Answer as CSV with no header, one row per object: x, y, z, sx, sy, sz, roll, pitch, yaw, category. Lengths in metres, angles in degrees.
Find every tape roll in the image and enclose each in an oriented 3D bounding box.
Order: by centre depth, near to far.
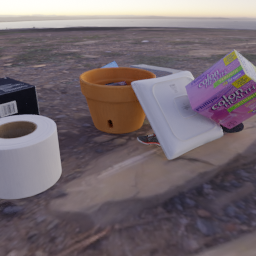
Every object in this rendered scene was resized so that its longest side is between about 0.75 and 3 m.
-2.821,0.658,7.289,2.047,1.405,2.047,1,25,0,tape roll

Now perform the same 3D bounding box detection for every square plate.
1.750,-0.620,9.128,2.723,2.697,0.387,-18,-13,-34,square plate

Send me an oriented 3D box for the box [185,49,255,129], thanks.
3.203,-1.074,8.647,2.074,1.824,1.003,22,46,-35,box

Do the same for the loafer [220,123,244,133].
3.355,-0.168,10.123,1.533,0.551,0.483,3,21,13,loafer

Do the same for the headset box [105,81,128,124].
-0.396,-1.043,10.523,1.138,0.575,1.532,-16,71,-32,headset box

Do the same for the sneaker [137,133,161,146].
0.838,0.292,9.212,1.069,0.438,0.412,7,26,14,sneaker

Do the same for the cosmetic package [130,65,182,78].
1.431,-2.577,14.432,2.597,1.171,1.387,22,24,34,cosmetic package

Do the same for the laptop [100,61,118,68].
0.056,-2.164,13.280,2.501,1.449,2.342,9,27,19,laptop

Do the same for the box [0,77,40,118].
-5.182,-0.989,10.937,2.240,1.281,2.460,21,32,37,box

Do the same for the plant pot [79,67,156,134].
-0.362,-1.025,10.308,2.706,1.894,2.706,0,26,0,plant pot
